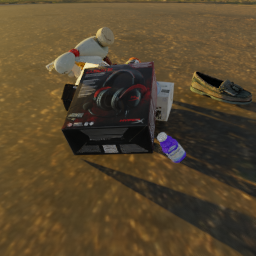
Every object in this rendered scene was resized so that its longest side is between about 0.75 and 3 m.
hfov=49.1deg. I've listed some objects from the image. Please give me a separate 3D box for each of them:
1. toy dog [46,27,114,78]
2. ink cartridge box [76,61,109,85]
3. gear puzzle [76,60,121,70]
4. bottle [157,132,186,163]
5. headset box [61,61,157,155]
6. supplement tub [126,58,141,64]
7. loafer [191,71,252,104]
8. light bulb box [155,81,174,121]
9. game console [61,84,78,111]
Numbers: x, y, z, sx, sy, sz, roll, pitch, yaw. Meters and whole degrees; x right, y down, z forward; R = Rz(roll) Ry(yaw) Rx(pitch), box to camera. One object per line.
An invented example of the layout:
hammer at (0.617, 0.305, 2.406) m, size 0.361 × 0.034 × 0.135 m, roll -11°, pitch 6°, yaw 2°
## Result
toy dog at (-1.184, -2.033, 8.395) m, size 2.268 × 1.093 × 1.496 m, roll -43°, pitch 19°, yaw -23°
ink cartridge box at (-1.214, -1.613, 9.619) m, size 0.648 × 1.537 × 1.123 m, roll 21°, pitch 16°, yaw -34°
gear puzzle at (-0.949, -1.925, 10.497) m, size 2.401 × 1.244 × 0.314 m, roll 17°, pitch -5°, yaw 12°
bottle at (0.977, 0.435, 6.370) m, size 0.381 × 0.912 × 0.298 m, roll -41°, pitch 38°, yaw 2°
headset box at (-0.318, -0.673, 7.505) m, size 2.079 × 1.049 × 2.797 m, roll -2°, pitch 46°, yaw 12°
supplement tub at (0.142, -2.251, 11.199) m, size 0.664 × 0.664 × 1.084 m, roll 10°, pitch 60°, yaw 17°
loafer at (3.345, -1.493, 10.239) m, size 2.394 × 0.753 × 0.860 m, roll 23°, pitch 40°, yaw 39°
light bulb box at (0.727, -0.943, 9.202) m, size 1.369 × 0.854 × 1.357 m, roll 7°, pitch 30°, yaw 13°
game console at (-1.633, -0.942, 9.097) m, size 0.931 × 0.819 × 0.542 m, roll 8°, pitch -10°, yaw 15°
